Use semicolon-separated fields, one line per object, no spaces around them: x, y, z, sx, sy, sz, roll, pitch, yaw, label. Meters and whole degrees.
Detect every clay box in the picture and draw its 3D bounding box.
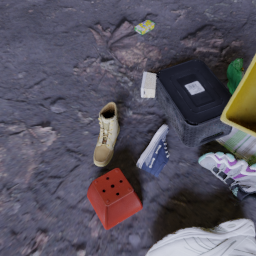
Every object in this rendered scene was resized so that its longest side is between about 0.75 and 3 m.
0.785;-4.540;12.590;0.867;0.206;0.498;-34;61;-22;clay box

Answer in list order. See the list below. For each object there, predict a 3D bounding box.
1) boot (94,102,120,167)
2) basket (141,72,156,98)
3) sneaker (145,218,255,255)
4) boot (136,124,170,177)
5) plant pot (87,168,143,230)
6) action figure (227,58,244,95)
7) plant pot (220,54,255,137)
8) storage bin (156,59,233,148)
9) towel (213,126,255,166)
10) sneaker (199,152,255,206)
-0.666;0.188;8.475;0.613;1.309;1.685;14;55;10;boot
0.757;-1.527;9.973;0.496;0.545;0.805;6;60;7;basket
1.854;3.053;6.569;2.855;1.112;1.418;-10;58;-6;sneaker
1.004;0.692;8.624;0.761;0.613;1.685;30;67;13;boot
-0.382;1.772;7.491;1.195;1.054;1.196;-27;59;-18;plant pot
3.656;-1.621;9.330;0.543;1.986;1.173;-26;58;5;action figure
3.726;-0.409;6.240;1.973;2.032;1.986;35;100;43;plant pot
2.149;-0.869;9.164;1.752;1.215;2.592;-20;54;-7;storage bin
3.731;0.395;8.981;1.250;0.257;1.676;-38;62;-23;towel
2.923;1.507;7.853;1.985;0.772;1.389;13;54;10;sneaker
